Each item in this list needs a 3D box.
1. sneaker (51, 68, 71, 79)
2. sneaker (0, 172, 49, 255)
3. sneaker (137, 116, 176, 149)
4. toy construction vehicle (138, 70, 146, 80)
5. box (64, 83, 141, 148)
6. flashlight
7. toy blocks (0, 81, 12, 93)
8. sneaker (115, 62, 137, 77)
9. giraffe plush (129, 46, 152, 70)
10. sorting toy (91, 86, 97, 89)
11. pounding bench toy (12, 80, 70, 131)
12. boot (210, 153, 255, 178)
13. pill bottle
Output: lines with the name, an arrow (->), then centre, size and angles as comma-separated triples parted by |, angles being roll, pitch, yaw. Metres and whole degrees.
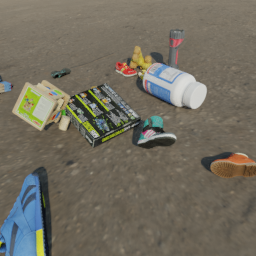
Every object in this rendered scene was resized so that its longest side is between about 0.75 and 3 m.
sneaker -> -3.529, -2.868, 14.906 | 1.071, 0.404, 0.425 | -19, 50, -15
sneaker -> -2.561, 2.175, 6.718 | 1.162, 0.977, 2.963 | -10, 35, -12
sneaker -> 0.957, 0.079, 8.774 | 1.630, 0.682, 0.984 | -15, 55, 55
toy construction vehicle -> 1.357, -2.855, 14.655 | 1.539, 0.542, 1.340 | -4, 34, -6
box -> -1.048, -0.575, 10.662 | 2.221, 0.547, 2.300 | -28, 61, -30
flashlight -> 2.465, -3.912, 14.617 | 0.789, 2.331, 0.792 | 2, 33, 5
toy blocks -> -6.994, -2.217, 13.199 | 2.974, 1.486, 2.033 | 18, 27, 24
sneaker -> -0.149, -3.201, 15.103 | 1.461, 0.620, 0.563 | 26, 42, 33
giraffe plush -> 0.772, -3.622, 15.363 | 1.206, 1.488, 1.284 | 16, 63, -5
sorting toy -> -1.259, -1.197, 11.927 | 1.180, 0.806, 1.964 | -18, 38, -25
pounding bench toy -> -2.624, -0.656, 9.689 | 1.858, 1.154, 1.449 | 33, 17, 2
boot -> 3.221, 1.117, 8.756 | 1.511, 0.567, 0.810 | 4, 29, -9
pill bottle -> 2.027, -1.803, 12.258 | 1.469, 1.469, 2.618 | -25, 42, -33
